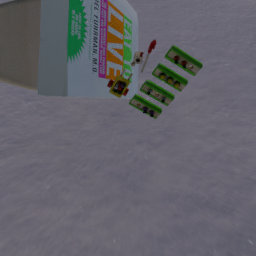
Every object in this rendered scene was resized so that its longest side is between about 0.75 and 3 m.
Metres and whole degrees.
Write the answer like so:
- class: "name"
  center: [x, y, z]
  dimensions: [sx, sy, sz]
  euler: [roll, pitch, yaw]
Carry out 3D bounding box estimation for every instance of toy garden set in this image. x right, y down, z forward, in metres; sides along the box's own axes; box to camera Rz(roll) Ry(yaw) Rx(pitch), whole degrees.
- class: "toy garden set"
  center: [0.271, -0.570, 3.361]
  dimensions: [0.801, 0.961, 0.192]
  euler: [28, 38, -15]

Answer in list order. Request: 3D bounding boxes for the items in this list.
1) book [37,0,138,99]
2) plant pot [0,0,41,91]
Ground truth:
- class: "book"
  center: [-0.431, -1.258, 4.140]
  dimensions: [0.588, 1.634, 2.446]
  euler: [6, 7, 18]
- class: "plant pot"
  center: [-1.839, -1.539, 5.256]
  dimensions: [1.406, 1.586, 1.588]
  euler: [1, 16, 1]
